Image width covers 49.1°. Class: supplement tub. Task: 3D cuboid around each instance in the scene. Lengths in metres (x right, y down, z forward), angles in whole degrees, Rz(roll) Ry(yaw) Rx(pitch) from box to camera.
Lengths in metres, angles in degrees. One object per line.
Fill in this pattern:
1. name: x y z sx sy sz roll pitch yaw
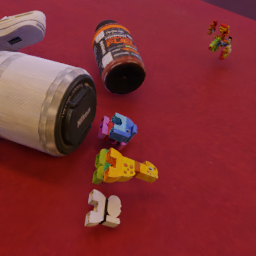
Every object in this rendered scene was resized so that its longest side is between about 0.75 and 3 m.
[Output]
1. supplement tub: -0.382 -2.309 8.666 1.330 1.330 2.487 -11 53 -10

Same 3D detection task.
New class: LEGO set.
1. LEGO set: -0.031 0.773 6.186 1.152 1.070 2.806 22 45 -19

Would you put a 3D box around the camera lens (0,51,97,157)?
1. camera lens: -2.238 -0.621 6.775 2.658 2.126 2.126 17 48 14

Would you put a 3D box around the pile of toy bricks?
1. pile of toy bricks: 2.956 -2.850 9.363 0.712 1.442 0.800 -48 59 -3

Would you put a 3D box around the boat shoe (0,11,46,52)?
1. boat shoe: -4.013 -3.240 9.456 2.874 1.019 1.003 -11 58 22
